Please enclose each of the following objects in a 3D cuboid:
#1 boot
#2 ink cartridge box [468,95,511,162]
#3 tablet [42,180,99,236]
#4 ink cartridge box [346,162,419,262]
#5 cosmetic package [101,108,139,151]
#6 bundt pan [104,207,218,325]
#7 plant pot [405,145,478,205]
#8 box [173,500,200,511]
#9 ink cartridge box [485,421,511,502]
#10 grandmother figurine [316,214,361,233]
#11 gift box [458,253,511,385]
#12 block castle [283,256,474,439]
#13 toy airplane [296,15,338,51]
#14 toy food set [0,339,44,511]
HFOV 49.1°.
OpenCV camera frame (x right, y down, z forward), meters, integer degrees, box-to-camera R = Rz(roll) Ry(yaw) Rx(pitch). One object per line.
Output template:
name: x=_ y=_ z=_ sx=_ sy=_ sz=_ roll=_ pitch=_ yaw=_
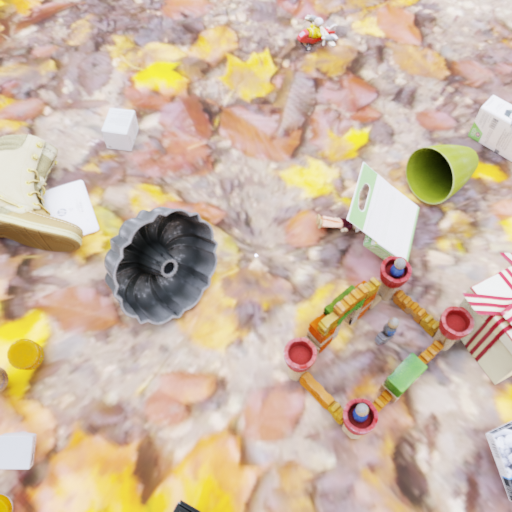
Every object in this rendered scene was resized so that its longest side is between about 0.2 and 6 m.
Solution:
boot: x=-4.096 y=-1.220 z=10.433 sx=2.580 sy=0.939 sz=2.006 roll=13 pitch=65 yaw=15
ink cartridge box: x=5.006 y=-2.521 z=11.247 sx=1.182 sy=0.860 sz=0.497 roll=38 pitch=67 yaw=20
tablet: x=-3.578 y=-0.856 z=10.737 sx=0.844 sy=0.089 sz=1.297 roll=-20 pitch=62 yaw=-11
ink cartridge box: x=2.144 y=-0.706 z=9.803 sx=1.635 sy=0.392 sz=1.190 roll=30 pitch=67 yaw=-29
cosmetic package: x=-2.773 y=-2.584 z=11.467 sx=0.542 sy=0.545 sz=0.651 roll=8 pitch=61 yaw=3
bundt pan: x=-1.638 y=0.085 z=9.232 sx=2.013 sy=2.013 sz=0.756 roll=-43 pitch=45 yaw=-22
plant pot: x=3.687 y=-1.679 z=10.753 sx=1.176 sy=1.100 sz=1.100 roll=-23 pitch=61 yaw=-30
box: x=-0.783 y=4.488 z=7.207 sx=1.591 sy=0.836 sz=1.942 roll=25 pitch=63 yaw=15
ink cartridge box: x=3.942 y=2.849 z=8.070 sx=1.049 sy=0.228 sz=1.039 roll=-20 pitch=89 yaw=-15
grandmother figurine: x=1.589 y=-0.593 z=10.419 sx=0.889 sy=0.269 sz=0.539 roll=3 pitch=40 yaw=-10
gift box: x=4.016 y=0.923 z=8.869 sx=1.516 sy=1.534 sz=1.643 roll=-28 pitch=65 yaw=-16
block castle: x=1.876 y=1.347 z=8.783 sx=2.690 sy=1.262 sz=1.798 roll=-37 pitch=66 yaw=-19
toy airplane: x=1.478 y=-5.203 z=12.924 sx=0.921 sy=0.650 sz=0.917 roll=17 pitch=61 yaw=10
toy food set: x=-3.921 y=2.588 z=8.389 sx=1.259 sy=1.187 sz=2.638 roll=4 pitch=77 yaw=-13
